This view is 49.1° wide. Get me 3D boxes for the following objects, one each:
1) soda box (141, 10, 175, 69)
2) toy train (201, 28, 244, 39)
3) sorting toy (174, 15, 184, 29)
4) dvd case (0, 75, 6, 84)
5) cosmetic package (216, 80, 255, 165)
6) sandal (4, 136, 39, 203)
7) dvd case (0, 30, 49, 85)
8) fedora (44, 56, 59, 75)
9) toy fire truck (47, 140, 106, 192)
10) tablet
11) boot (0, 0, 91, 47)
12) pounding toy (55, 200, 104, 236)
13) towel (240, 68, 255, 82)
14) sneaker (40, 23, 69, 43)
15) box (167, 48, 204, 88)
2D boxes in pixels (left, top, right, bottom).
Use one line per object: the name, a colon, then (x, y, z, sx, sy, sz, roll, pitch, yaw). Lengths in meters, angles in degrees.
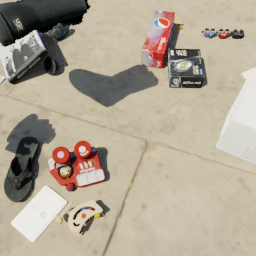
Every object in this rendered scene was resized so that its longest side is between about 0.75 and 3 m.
soda box: (1.330, -3.855, 12.028, 0.960, 0.870, 2.743, 12, 58, 9)
toy train: (4.280, -4.234, 12.634, 1.907, 0.325, 0.437, 3, 69, 1)
sorting toy: (2.253, -4.999, 13.243, 0.736, 0.132, 0.988, 0, 57, -6)
dvd case: (-5.337, -1.864, 11.215, 0.561, 0.060, 0.755, 23, 59, 15)
cosmetic package: (4.322, -0.020, 8.943, 2.214, 1.825, 1.826, 24, 60, 14)
sandal: (-3.438, 1.208, 8.910, 0.856, 0.545, 2.277, 0, 57, 0)
dvd case: (-4.415, -3.352, 11.471, 2.039, 0.336, 2.713, -37, 59, 13)
fedora: (-3.077, -2.542, 11.402, 0.364, 0.797, 0.797, -17, 53, -46)
toy fire truck: (-1.632, 1.224, 8.781, 1.631, 0.915, 1.370, -15, 76, -8)
tablet: (-2.626, 2.509, 8.332, 0.948, 0.100, 1.458, 31, 62, 19)
boot: (-2.446, -3.049, 7.452, 2.362, 1.074, 2.812, -28, 32, -17)
pounding toy: (-1.348, 2.529, 7.921, 1.312, 0.753, 0.750, -21, 55, -13)
towel: (5.682, -1.789, 11.028, 1.880, 0.303, 1.796, -21, 59, -13)
sneaker: (-3.657, -4.211, 12.333, 2.239, 0.834, 0.975, -30, 57, -19)
box: (2.269, -2.401, 11.194, 1.286, 0.676, 1.571, 2, 57, 2)
